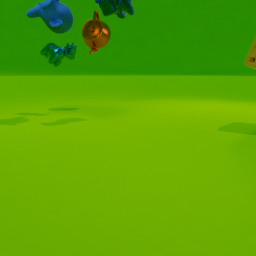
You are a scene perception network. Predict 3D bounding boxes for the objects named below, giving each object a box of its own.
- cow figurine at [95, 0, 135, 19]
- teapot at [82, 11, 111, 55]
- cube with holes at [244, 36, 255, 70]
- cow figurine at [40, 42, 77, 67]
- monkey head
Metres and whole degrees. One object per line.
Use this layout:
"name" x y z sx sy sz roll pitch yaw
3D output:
"cow figurine" -0.372 -4.084 8.858 0.772 1.406 1.383 -5 -21 39
"teapot" -1.365 -3.833 11.477 1.223 1.967 0.963 3 -6 15
"cube with holes" 4.136 -2.070 7.736 1.129 1.129 1.129 30 20 36
"cow figurine" -2.478 -2.801 10.194 1.166 1.147 0.640 45 8 16
"monkey head" -2.416 -3.470 8.874 1.299 1.088 1.806 -24 20 1
